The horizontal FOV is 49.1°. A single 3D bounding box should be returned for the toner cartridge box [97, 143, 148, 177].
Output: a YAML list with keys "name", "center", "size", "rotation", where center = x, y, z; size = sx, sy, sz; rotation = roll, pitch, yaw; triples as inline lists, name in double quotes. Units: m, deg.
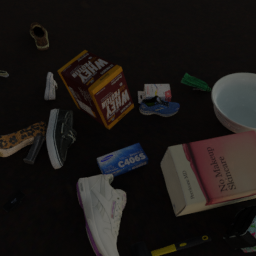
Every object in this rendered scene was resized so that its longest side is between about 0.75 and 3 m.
- name: "toner cartridge box"
  center: [-0.187, 1.165, 9.871]
  size: [1.647, 0.355, 0.782]
  rotation: [-20, 53, -15]

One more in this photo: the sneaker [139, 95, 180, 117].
- name: "sneaker"
  center: [1.290, -0.897, 11.267]
  size: [1.629, 0.726, 0.640]
  rotation: [0, 51, -1]

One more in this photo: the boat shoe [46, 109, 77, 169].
- name: "boat shoe"
  center: [-2.370, 0.223, 10.212]
  size: [0.961, 0.976, 2.709]
  rotation: [-9, 50, -2]

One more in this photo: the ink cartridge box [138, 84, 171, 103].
- name: "ink cartridge box"
  center: [1.106, -1.450, 11.873]
  size: [1.338, 0.452, 0.779]
  rotation: [-2, 52, -2]

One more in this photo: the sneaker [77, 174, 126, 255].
- name: "sneaker"
  center: [-0.592, 2.569, 8.292]
  size: [1.458, 1.096, 2.928]
  rotation: [-15, 53, -12]

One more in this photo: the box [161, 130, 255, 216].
- name: "box"
  center: [2.705, 1.408, 8.716]
  size: [2.888, 1.573, 1.846]
  rotation: [-10, 64, -9]

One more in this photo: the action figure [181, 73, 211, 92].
- name: "action figure"
  center: [3.022, -1.918, 12.315]
  size: [1.322, 0.361, 0.781]
  rotation: [26, 54, 10]

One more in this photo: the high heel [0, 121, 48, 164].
- name: "high heel"
  center: [-4.228, 0.213, 10.232]
  size: [2.393, 0.854, 1.706]
  rotation: [19, 59, -6]

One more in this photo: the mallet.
- name: "mallet"
  center: [1.224, 3.365, 8.116]
  size: [2.435, 0.501, 0.802]
  rotation: [-17, 59, -18]

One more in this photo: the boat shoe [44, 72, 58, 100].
- name: "boat shoe"
  center: [-3.312, -1.788, 12.187]
  size: [0.490, 0.540, 1.468]
  rotation: [6, 60, -14]

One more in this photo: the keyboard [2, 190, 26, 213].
- name: "keyboard"
  center: [-3.641, 2.408, 9.065]
  size: [0.453, 0.097, 0.754]
  rotation: [26, 57, 27]

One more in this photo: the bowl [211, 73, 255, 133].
- name: "bowl"
  center: [4.561, -0.684, 10.702]
  size: [2.927, 1.315, 2.927]
  rotation: [-1, 52, 2]

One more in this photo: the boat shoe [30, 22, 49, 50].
- name: "boat shoe"
  center: [-4.569, -4.956, 14.412]
  size: [0.825, 0.826, 2.234]
  rotation: [-21, 55, -16]

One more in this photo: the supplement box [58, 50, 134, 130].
- name: "supplement box"
  center: [-1.149, -1.442, 10.483]
  size: [1.384, 2.056, 2.084]
  rotation: [-43, 52, -19]

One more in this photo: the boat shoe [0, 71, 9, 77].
- name: "boat shoe"
  center: [-5.862, -2.539, 12.879]
  size: [0.767, 0.238, 0.276]
  rotation: [9, 52, 7]

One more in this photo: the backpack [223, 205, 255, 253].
- name: "backpack"
  center: [3.495, 2.880, 8.060]
  size: [0.949, 1.119, 1.261]
  rotation: [41, 55, 2]
